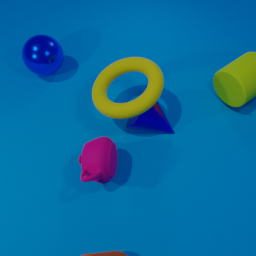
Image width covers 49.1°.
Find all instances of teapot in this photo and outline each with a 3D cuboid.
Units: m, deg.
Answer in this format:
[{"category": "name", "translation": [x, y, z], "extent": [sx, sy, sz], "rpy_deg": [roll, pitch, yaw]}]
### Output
[{"category": "teapot", "translation": [-0.769, 0.770, 7.081], "extent": [0.917, 1.164, 1.873], "rpy_deg": [0, 26, 10]}]

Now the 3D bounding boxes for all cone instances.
[{"category": "cone", "translation": [0.830, -0.191, 8.044], "extent": [1.288, 1.283, 1.283], "rpy_deg": [34, 60, -10]}]

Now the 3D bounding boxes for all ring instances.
[{"category": "ring", "translation": [-0.027, -1.112, 7.516], "extent": [2.001, 0.400, 2.001], "rpy_deg": [-10, 56, 15]}]

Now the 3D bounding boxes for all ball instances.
[{"category": "ball", "translation": [-2.725, -2.330, 9.001], "extent": [1.290, 1.290, 1.290], "rpy_deg": [0, 57, 0]}]

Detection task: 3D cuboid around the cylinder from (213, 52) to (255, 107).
[{"category": "cylinder", "translation": [3.390, -1.429, 8.272], "extent": [1.221, 1.221, 1.221], "rpy_deg": [-33, 63, -15]}]

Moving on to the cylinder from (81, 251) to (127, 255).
[{"category": "cylinder", "translation": [-0.496, 2.960, 5.477], "extent": [0.966, 0.966, 0.966], "rpy_deg": [-13, 67, 34]}]
